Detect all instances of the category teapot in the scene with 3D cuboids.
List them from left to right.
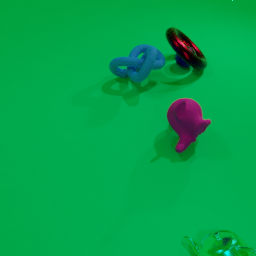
[{"bbox_3d":[1.699,2.277,5.171,0.968,0.762,1.557,-27,5,-40],"label":"teapot"}]

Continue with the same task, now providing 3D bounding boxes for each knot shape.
[{"bbox_3d":[0.244,-2.103,9.197,1.776,0.877,1.897,-12,25,21],"label":"knot shape"}]

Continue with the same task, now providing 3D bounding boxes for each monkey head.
[{"bbox_3d":[1.417,-0.104,7.340,1.105,1.834,1.319,40,88,9],"label":"monkey head"}]

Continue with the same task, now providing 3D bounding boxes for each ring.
[{"bbox_3d":[2.083,-2.818,9.943,1.939,0.388,1.939,32,33,-24],"label":"ring"}]

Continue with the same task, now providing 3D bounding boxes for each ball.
[{"bbox_3d":[2.077,-2.560,10.110,0.767,0.767,0.767,0,45,0],"label":"ball"}]
